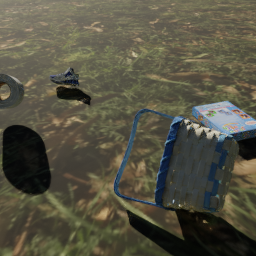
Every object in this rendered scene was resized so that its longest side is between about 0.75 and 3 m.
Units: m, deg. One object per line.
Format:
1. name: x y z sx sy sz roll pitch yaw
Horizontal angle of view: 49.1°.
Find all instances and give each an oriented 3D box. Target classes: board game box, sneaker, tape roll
1. board game box: 3.151 -0.248 8.955 1.412 0.342 1.867 -10 32 -16
2. sneaker: -2.524 -2.123 11.466 1.232 0.711 0.498 9 -8 7
3. tape roll: -3.977 -1.167 9.026 1.103 1.103 0.757 -6 5 -9

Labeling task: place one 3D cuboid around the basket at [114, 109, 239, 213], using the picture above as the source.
1. basket: 0.948 0.761 5.870 2.333 2.057 1.622 15 -7 24
